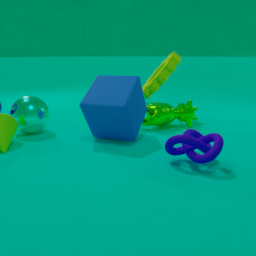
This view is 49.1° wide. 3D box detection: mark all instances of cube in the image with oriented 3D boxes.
[{"bbox_3d":[-0.321,-0.522,7.231,1.208,1.208,1.208,5,48,21],"label":"cube"}]

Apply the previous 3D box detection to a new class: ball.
[{"bbox_3d":[-2.737,-0.363,7.836,1.065,1.065,1.065,0,16,0],"label":"ball"}]

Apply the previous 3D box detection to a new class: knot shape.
[{"bbox_3d":[1.422,0.360,5.653,1.164,0.538,1.089,-7,11,-30],"label":"knot shape"}]

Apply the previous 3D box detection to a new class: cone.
[{"bbox_3d":[-3.011,0.290,6.662,0.915,0.915,0.919,-9,45,-29],"label":"cone"}]

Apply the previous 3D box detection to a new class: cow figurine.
[{"bbox_3d":[1.243,-0.415,8.448,1.517,0.846,1.541,4,10,31],"label":"cow figurine"}]

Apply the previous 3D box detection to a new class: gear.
[{"bbox_3d":[1.072,-1.756,9.381,0.320,1.730,1.730,39,14,-8],"label":"gear"}]

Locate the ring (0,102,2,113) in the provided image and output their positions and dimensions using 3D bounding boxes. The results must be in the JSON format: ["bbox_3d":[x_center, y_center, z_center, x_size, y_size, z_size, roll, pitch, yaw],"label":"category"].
[{"bbox_3d":[-3.861,-0.905,7.642,0.244,1.220,1.220,-28,20,-6],"label":"ring"}]

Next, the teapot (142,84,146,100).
[{"bbox_3d":[0.628,-1.545,12.264,0.518,1.058,0.658,-13,55,6],"label":"teapot"}]
